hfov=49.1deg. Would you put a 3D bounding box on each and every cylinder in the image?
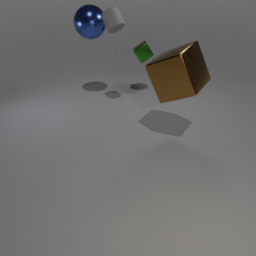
[{"bbox_3d":[-0.563,-4.100,10.662,0.700,0.700,0.700,-25,0,0],"label":"cylinder"}]

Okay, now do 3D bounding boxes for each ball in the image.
[{"bbox_3d":[-1.620,-4.531,11.995,1.400,1.400,1.400,0,29,0],"label":"ball"}]

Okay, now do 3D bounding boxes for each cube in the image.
[{"bbox_3d":[0.722,-3.606,13.276,0.700,0.700,0.700,-31,23,13],"label":"cube"},{"bbox_3d":[1.674,-1.838,9.286,1.400,1.400,1.400,-9,25,41],"label":"cube"}]
